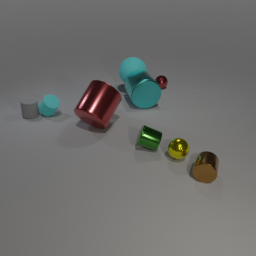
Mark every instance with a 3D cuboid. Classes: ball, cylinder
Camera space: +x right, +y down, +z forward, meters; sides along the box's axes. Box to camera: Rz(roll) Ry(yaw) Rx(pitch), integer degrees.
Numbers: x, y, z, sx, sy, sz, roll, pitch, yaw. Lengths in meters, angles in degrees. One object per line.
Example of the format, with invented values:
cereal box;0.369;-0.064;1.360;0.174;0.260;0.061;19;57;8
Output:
ball;0.244;-2.823;14.013;1.400;1.400;1.400;0;29;0
cylinder;-4.197;-0.853;11.978;0.700;0.700;0.700;3;29;-2
cylinder;0.669;-1.799;12.967;1.400;1.400;1.400;-6;30;-11
ball;1.650;0.669;9.127;0.700;0.700;0.700;0;29;0
cylinder;0.728;0.341;9.669;0.700;0.700;0.700;22;29;-6
cylinder;-3.346;-0.952;11.922;0.700;0.700;0.700;19;52;-26
ball;1.766;-2.444;14.864;0.700;0.700;0.700;0;29;0
cylinder;2.344;1.168;8.407;0.700;0.700;0.700;10;31;17
cylinder;-1.156;-0.895;10.857;1.400;1.400;1.400;17;69;28
